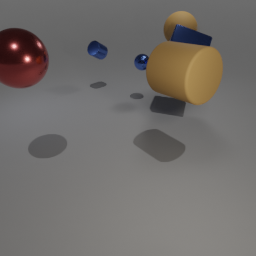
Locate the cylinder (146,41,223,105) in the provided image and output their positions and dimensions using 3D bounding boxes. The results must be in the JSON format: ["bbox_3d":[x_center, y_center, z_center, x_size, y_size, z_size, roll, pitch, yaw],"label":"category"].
[{"bbox_3d":[1.421,-1.427,7.145,1.400,1.400,1.400,-22,32,-32],"label":"cylinder"}]

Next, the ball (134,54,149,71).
[{"bbox_3d":[0.610,-2.817,11.998,0.700,0.700,0.700,0,31,0],"label":"ball"}]

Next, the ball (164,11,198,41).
[{"bbox_3d":[2.193,-4.139,11.732,1.400,1.400,1.400,0,31,0],"label":"ball"}]

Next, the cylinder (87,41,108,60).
[{"bbox_3d":[-1.420,-3.632,13.099,0.700,0.700,0.700,21,6,31],"label":"cylinder"}]

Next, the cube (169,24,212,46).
[{"bbox_3d":[2.091,-2.690,10.459,1.400,1.400,1.400,21,69,0],"label":"cube"}]

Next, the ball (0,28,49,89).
[{"bbox_3d":[-2.606,-1.643,6.666,1.400,1.400,1.400,0,31,0],"label":"ball"}]
